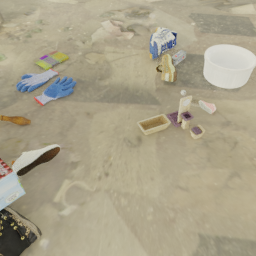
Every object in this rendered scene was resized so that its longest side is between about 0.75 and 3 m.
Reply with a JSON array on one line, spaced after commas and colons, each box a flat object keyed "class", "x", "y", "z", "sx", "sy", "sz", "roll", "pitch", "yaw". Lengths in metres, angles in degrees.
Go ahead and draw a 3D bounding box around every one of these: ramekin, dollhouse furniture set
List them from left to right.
[{"class": "dollhouse furniture set", "x": 1.546, "y": -0.378, "z": 10.173, "sx": 2.095, "sy": 1.487, "sz": 1.660, "roll": -18, "pitch": 47, "yaw": -17}, {"class": "ramekin", "x": 4.614, "y": -2.836, "z": 12.974, "sx": 2.291, "sy": 1.117, "sz": 2.291, "roll": 0, "pitch": 44, "yaw": 0}]

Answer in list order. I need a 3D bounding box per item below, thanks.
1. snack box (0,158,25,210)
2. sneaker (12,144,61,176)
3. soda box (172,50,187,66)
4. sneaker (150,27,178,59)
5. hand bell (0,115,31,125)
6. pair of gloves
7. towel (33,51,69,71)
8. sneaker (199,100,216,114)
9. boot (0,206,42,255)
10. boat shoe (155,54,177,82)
[{"class": "snack box", "x": -4.784, "y": 1.651, "z": 8.047, "sx": 2.455, "sy": 0.985, "sz": 2.912, "roll": -34, "pitch": 39, "yaw": -29}, {"class": "sneaker", "x": -3.142, "y": 0.906, "z": 9.480, "sx": 1.667, "sy": 0.607, "sz": 0.706, "roll": -29, "pitch": 54, "yaw": -25}, {"class": "soda box", "x": 2.558, "y": -3.586, "z": 14.288, "sx": 0.341, "sy": 0.367, "sz": 1.076, "roll": 30, "pitch": 51, "yaw": 27}, {"class": "sneaker", "x": 1.905, "y": -4.552, "z": 14.784, "sx": 1.255, "sy": 1.072, "sz": 2.849, "roll": 12, "pitch": 46, "yaw": 12}, {"class": "hand bell", "x": -4.788, "y": -0.391, "z": 10.799, "sx": 1.994, "sy": 1.038, "sz": 1.038, "roll": 8, "pitch": 43, "yaw": -9}, {"class": "pair of gloves", "x": -3.744, "y": -1.987, "z": 12.701, "sx": 2.618, "sy": 0.298, "sz": 2.105, "roll": 32, "pitch": 52, "yaw": 28}, {"class": "towel", "x": -3.891, "y": -3.492, "z": 14.337, "sx": 1.118, "sy": 0.177, "sz": 1.557, "roll": 30, "pitch": 52, "yaw": 27}, {"class": "sneaker", "x": 3.312, "y": -0.918, "z": 11.599, "sx": 0.401, "sy": 0.289, "sz": 0.767, "roll": -28, "pitch": 56, "yaw": -23}, {"class": "boot", "x": -3.358, "y": 2.883, "z": 7.469, "sx": 1.734, "sy": 0.634, "sz": 1.305, "roll": 24, "pitch": 49, "yaw": 16}, {"class": "boat shoe", "x": 1.694, "y": -2.867, "z": 13.132, "sx": 0.847, "sy": 0.797, "sz": 2.225, "roll": -5, "pitch": 33, "yaw": 1}]
